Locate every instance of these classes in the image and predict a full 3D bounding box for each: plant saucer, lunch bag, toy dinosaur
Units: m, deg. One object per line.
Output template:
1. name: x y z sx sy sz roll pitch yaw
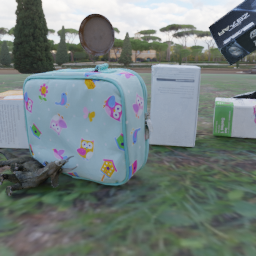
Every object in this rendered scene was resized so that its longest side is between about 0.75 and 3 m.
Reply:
1. plant saucer: -1.239 -3.767 11.352 1.637 1.637 0.263 5 21 20
2. lunch bag: -0.847 -0.161 5.666 2.775 2.225 1.070 7 16 31
3. toy dinosaur: -1.933 0.824 5.329 1.877 0.722 0.960 2 -1 40

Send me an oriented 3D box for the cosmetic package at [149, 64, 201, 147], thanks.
1. cosmetic package: 1.389 -0.765 8.315 1.312 2.134 2.128 5 15 10

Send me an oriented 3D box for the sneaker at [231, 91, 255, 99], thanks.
1. sneaker: 5.720 -1.339 12.437 2.675 1.010 1.539 -9 9 20

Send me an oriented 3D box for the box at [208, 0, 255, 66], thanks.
1. box: 3.266 -2.758 6.780 2.469 0.537 1.978 -32 25 27

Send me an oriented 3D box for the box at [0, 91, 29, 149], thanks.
1. box: -2.646 -0.314 8.146 2.535 1.348 1.930 1 14 4

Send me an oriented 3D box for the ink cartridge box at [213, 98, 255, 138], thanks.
1. ink cartridge box: 3.987 -0.335 8.924 2.401 1.008 1.739 4 14 17
